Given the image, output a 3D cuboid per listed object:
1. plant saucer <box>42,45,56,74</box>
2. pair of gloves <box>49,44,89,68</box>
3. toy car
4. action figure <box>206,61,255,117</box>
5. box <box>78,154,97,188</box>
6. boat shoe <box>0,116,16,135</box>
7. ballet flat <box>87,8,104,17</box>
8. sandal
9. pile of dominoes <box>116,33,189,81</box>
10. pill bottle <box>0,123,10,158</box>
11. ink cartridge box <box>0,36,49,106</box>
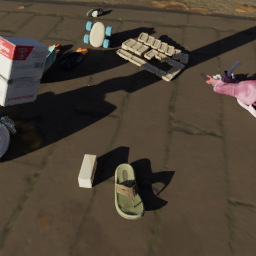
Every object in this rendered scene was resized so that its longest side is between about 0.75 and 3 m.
[{"bbox_3d":[-3.087,-2.092,9.653,1.868,0.336,1.868,-32,30,21],"label":"plant saucer"},{"bbox_3d":[-2.618,-2.864,11.111,1.771,0.219,1.578,16,44,13],"label":"pair of gloves"},{"bbox_3d":[-1.183,-3.936,11.940,1.035,0.993,1.123,15,16,3],"label":"toy car"},{"bbox_3d":[3.466,-1.226,9.047,2.064,1.382,1.537,19,86,33],"label":"action figure"},{"bbox_3d":[-0.976,1.049,6.862,0.294,0.359,0.756,5,45,4],"label":"box"},{"bbox_3d":[-3.446,-0.112,8.114,0.847,0.316,0.290,34,59,31],"label":"boat shoe"},{"bbox_3d":[-1.607,-5.837,14.173,0.345,0.343,1.010,36,54,22],"label":"ballet flat"},{"bbox_3d":[-0.029,1.388,6.431,0.616,0.443,1.551,-8,44,-8],"label":"sandal"},{"bbox_3d":[1.011,-2.770,11.062,2.637,0.420,2.055,33,51,20],"label":"pile of dominoes"},{"bbox_3d":[-4.280,0.006,7.316,2.250,1.246,1.246,26,49,25],"label":"pill bottle"},{"bbox_3d":[-1.813,-0.937,4.616,0.426,1.018,0.734,31,24,18],"label":"ink cartridge box"}]
